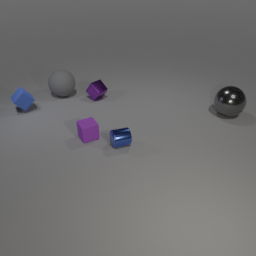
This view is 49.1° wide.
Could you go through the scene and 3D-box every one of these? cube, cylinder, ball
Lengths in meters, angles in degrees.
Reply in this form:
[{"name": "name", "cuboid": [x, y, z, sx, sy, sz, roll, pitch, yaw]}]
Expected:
[{"name": "cube", "cuboid": [-4.932, -1.369, 13.115, 0.700, 0.700, 0.700, -49, 42, 1]}, {"name": "cylinder", "cuboid": [-0.286, 0.366, 10.824, 0.700, 0.700, 0.700, -11, 33, -17]}, {"name": "ball", "cuboid": [4.635, -1.210, 12.741, 1.400, 1.400, 1.400, 0, 31, 0]}, {"name": "cube", "cuboid": [-1.609, 0.074, 11.275, 0.700, 0.700, 0.700, -17, 36, -23]}, {"name": "ball", "cuboid": [-3.432, -2.350, 14.542, 1.400, 1.400, 1.400, 0, 31, 0]}, {"name": "cube", "cuboid": [-1.590, -1.938, 14.349, 0.700, 0.700, 0.700, -33, 82, -41]}]
